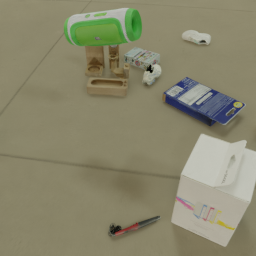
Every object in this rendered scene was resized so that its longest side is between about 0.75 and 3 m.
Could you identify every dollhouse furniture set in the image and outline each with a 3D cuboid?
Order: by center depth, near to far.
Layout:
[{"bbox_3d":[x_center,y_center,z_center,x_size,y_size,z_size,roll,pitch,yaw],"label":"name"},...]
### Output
[{"bbox_3d":[-1.016,-2.872,12.259,2.159,1.850,2.270,4,43,4],"label":"dollhouse furniture set"}]

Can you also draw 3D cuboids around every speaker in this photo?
[{"bbox_3d":[-0.717,-2.787,7.834,2.106,0.931,0.931,4,41,25],"label":"speaker"}]

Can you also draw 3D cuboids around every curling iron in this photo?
[{"bbox_3d":[0.180,2.613,7.605,1.512,0.193,0.375,-12,44,-12],"label":"curling iron"}]

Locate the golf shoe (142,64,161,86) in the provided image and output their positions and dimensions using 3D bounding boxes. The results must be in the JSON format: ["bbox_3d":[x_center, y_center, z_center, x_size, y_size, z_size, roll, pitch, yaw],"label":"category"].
[{"bbox_3d":[1.147,-2.630,12.801,0.631,0.784,1.612,13,43,16],"label":"golf shoe"}]

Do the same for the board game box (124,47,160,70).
[{"bbox_3d":[0.692,-3.452,13.907,1.455,0.468,1.074,25,49,26],"label":"board game box"}]

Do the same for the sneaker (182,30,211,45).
[{"bbox_3d":[3.747,-4.926,15.464,1.587,0.597,0.702,11,58,11],"label":"sneaker"}]

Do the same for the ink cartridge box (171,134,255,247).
[{"bbox_3d":[2.207,1.479,7.129,1.558,2.488,1.599,19,46,20],"label":"ink cartridge box"}]

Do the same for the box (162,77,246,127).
[{"bbox_3d":[3.021,-1.038,11.307,2.851,0.462,1.727,33,52,32],"label":"box"}]
